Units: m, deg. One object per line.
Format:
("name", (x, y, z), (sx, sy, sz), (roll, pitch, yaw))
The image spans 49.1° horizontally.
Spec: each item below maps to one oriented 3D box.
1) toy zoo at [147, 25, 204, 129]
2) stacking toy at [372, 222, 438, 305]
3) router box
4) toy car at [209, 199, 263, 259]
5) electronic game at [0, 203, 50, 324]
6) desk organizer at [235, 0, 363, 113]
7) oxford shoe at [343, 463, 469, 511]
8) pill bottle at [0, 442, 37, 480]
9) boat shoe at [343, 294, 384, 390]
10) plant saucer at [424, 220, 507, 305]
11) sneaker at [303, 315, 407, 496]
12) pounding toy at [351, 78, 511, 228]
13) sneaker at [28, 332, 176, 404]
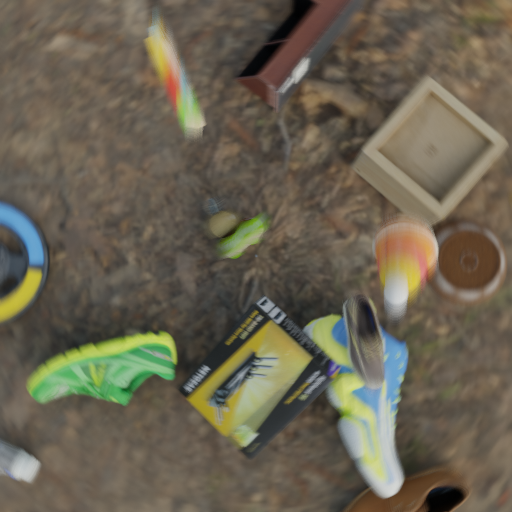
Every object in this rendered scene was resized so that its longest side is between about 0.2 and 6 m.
("toy zoo", (-1.303, -2.839, 8.903), (0.170, 1.092, 1.664), (-22, 100, 7))
("stacking toy", (2.168, 0.216, 8.383), (0.998, 0.998, 1.365), (24, 41, 2))
("router box", (0.010, 2.138, 9.785), (1.826, 0.607, 2.323), (42, 111, 6))
("toy car", (-0.492, -0.602, 10.360), (0.860, 0.895, 1.090), (-39, 85, -11))
("electronic game", (-5.070, 0.140, 10.525), (2.356, 0.490, 2.356), (0, 85, 0))
("desk organizer", (0.829, -4.301, 10.741), (1.085, 1.011, 2.819), (38, 85, 6))
("oxford shoe", (2.570, 4.455, 9.898), (2.501, 0.891, 0.892), (-27, 86, -1))
("pill bottle", (-4.438, 3.734, 10.175), (0.798, 0.454, 0.454), (22, 85, 3))
("boat shoe", (1.850, 1.433, 9.415), (0.575, 0.476, 1.600), (-6, 75, -9))
("plant saucer", (3.990, 0.106, 10.632), (1.658, 0.303, 1.658), (0, 84, 1))
("sneaker", (2.153, 2.445, 9.917), (1.715, 1.236, 3.265), (-24, 84, -3))
("pounding toy", (3.769, -1.734, 10.285), (2.946, 1.348, 2.588), (42, 85, 4))
("sneaker", (-2.755, 2.173, 10.057), (2.720, 1.007, 1.137), (-16, 80, -2))
